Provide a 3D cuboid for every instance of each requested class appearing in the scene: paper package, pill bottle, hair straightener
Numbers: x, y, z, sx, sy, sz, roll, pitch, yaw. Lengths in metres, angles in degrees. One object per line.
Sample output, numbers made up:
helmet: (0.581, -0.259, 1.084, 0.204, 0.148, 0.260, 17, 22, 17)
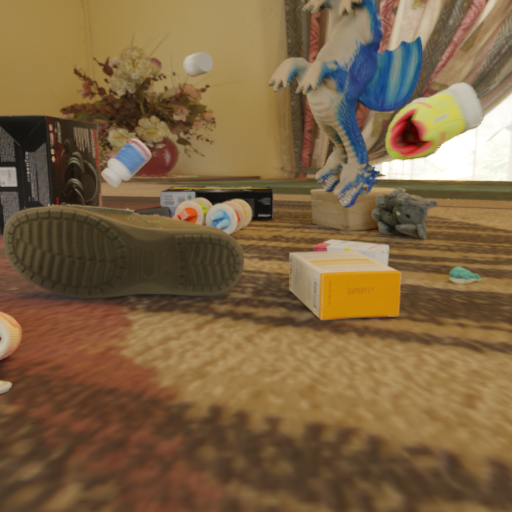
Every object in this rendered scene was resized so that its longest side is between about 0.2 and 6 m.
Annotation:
paper package: (2.722, -1.316, 15.153, 1.967, 1.018, 1.875, -6, 12, -26)
pill bottle: (-3.078, -2.171, 13.206, 0.640, 0.640, 1.140, 12, 55, 49)
hair straightener: (-3.322, -1.024, 14.994, 2.400, 0.491, 0.923, -8, 13, -38)

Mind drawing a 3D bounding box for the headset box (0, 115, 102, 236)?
headset box: (-5.249, -2.145, 14.724, 1.456, 2.805, 3.769, 1, 9, 5)

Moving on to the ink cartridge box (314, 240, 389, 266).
ink cartridge box: (1.566, 0.026, 9.222, 1.041, 0.434, 0.755, 6, 12, 31)

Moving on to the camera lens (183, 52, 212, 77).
camera lens: (-1.344, -4.388, 12.845, 0.476, 0.476, 0.595, -8, 9, -40)

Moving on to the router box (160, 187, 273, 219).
router box: (-1.156, -1.694, 17.637, 3.356, 0.877, 2.639, 0, 10, 0)

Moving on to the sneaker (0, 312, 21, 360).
sneaker: (-2.825, 0.633, 4.655, 1.618, 0.609, 0.846, 7, -6, -22)

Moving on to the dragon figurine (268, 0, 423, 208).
dragon figurine: (1.450, -2.628, 7.605, 1.896, 3.814, 1.122, 21, 2, -40)

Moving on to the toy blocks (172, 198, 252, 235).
toy blocks: (-1.224, -0.922, 13.568, 1.819, 0.792, 2.182, 3, 10, 13)

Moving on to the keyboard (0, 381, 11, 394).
keyboard: (-3.578, 0.982, 4.619, 3.154, 0.168, 0.888, 4, 11, 19)

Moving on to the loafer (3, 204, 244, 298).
loafer: (-1.786, -0.035, 7.776, 3.200, 1.217, 1.079, 9, 8, -5)

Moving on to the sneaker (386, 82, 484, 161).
sneaker: (2.896, -2.304, 10.410, 1.286, 1.113, 2.847, -29, -1, -9)

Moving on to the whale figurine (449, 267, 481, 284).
whale figurine: (3.112, 0.285, 8.350, 0.450, 0.233, 0.358, 0, 10, 4)

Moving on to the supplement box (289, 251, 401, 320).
supplement box: (1.058, 0.335, 7.090, 0.972, 0.567, 1.542, -2, 10, -10)

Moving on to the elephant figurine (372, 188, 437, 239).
elephant figurine: (3.511, -0.936, 12.745, 1.370, 1.249, 1.765, -18, 9, -16)
